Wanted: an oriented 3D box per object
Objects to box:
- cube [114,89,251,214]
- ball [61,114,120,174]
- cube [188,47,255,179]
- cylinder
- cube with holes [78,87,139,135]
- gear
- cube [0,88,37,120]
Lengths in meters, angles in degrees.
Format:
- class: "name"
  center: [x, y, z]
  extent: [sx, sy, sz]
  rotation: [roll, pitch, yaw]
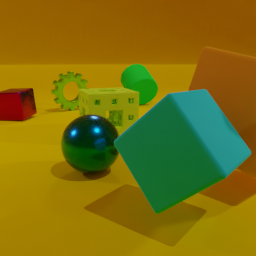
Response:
- class: "cube"
  center: [0.543, 0.198, 2.807]
  extent: [0.830, 0.830, 0.830]
  rotation: [-41, -16, 35]
- class: "ball"
  center: [-0.547, 0.237, 4.174]
  extent: [0.884, 0.884, 0.884]
  rotation: [0, 14, 0]
- class: "cube"
  center: [1.618, -0.230, 3.756]
  extent: [1.260, 1.260, 1.260]
  rotation: [1, 22, -46]
- class: "cylinder"
  center: [0.408, -1.639, 10.465]
  extent: [1.127, 1.127, 1.127]
  rotation: [-5, 41, -19]
- class: "cube with holes"
  center: [-0.439, -0.291, 6.025]
  extent: [1.033, 1.033, 1.033]
  rotation: [-5, 15, -20]
- class: "gear"
  center: [-1.883, -1.221, 9.265]
  extent: [1.262, 1.262, 0.233]
  rotation: [-10, 18, -35]
- class: "cube"
  center: [-3.184, -0.691, 7.996]
  extent: [0.774, 0.774, 0.774]
  rotation: [0, 18, 11]
